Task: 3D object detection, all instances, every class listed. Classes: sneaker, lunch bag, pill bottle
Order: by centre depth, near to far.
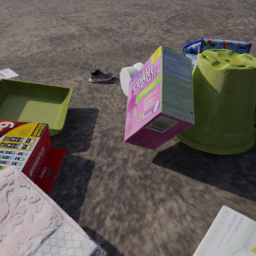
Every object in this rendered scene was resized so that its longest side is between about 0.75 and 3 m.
[{"bbox_3d":[0.910,-1.954,10.790,2.230,1.270,1.270,-14,37,-21],"label":"pill bottle"},{"bbox_3d":[-1.154,-2.290,12.004,1.090,0.477,0.402,-15,37,-21],"label":"sneaker"},{"bbox_3d":[3.899,-3.378,13.032,2.219,1.387,2.948,2,18,-6],"label":"lunch bag"}]

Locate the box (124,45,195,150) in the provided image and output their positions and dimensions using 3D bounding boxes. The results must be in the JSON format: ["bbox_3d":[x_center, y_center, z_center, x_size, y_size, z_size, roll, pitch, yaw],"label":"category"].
[{"bbox_3d":[0.798,-0.747,7.572,1.006,1.831,2.082,18,59,-22],"label":"box"}]

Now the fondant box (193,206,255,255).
[{"bbox_3d":[2.186,2.679,3.983,2.759,0.804,1.990,25,56,31],"label":"fondant box"}]

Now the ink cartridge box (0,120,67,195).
[{"bbox_3d":[-2.730,0.779,7.068,1.880,0.898,2.142,4,35,2],"label":"ink cartridge box"}]

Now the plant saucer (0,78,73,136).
[{"bbox_3d":[-3.228,-0.611,9.084,2.571,0.616,2.568,7,36,-7],"label":"plant saucer"}]

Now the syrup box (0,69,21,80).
[{"bbox_3d":[-5.123,-1.285,10.070,2.427,0.988,0.955,-28,44,-33],"label":"syrup box"}]

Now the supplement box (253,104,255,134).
[{"bbox_3d":[4.818,-0.795,8.961,2.074,1.392,2.072,-8,35,-11],"label":"supplement box"}]

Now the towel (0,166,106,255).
[{"bbox_3d":[-2.305,2.278,4.554,2.807,0.474,2.939,28,57,30],"label":"towel"}]

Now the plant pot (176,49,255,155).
[{"bbox_3d":[2.666,-0.916,8.115,2.552,2.346,2.552,2,33,-2],"label":"plant pot"}]

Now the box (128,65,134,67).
[{"bbox_3d":[0.907,-2.600,12.401,1.400,0.348,1.389,-12,27,-19],"label":"box"}]
